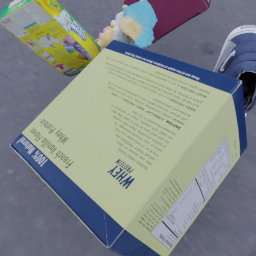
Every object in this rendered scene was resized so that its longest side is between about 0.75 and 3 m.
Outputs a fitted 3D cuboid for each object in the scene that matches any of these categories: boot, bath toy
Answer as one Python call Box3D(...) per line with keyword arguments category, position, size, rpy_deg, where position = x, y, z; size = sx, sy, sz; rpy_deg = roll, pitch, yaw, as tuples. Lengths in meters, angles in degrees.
Box3D(category="boot", position=(1.941, -0.525, 5.476), size=(0.968, 2.660, 1.202), rpy_deg=(10, 52, 12))
Box3D(category="bath toy", position=(-0.286, -1.944, 6.674), size=(1.151, 2.648, 0.978), rpy_deg=(-30, 99, -22))

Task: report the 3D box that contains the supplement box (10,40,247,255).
Box3D(category="supplement box", position=(0.074, 0.332, 5.091), size=(2.855, 1.916, 2.852), rpy_deg=(30, 73, 38))

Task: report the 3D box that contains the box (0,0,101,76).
Box3D(category="box", position=(-1.531, -1.933, 6.100), size=(1.230, 2.096, 0.507), rpy_deg=(-7, 57, 33))

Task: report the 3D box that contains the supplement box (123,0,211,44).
Box3D(category="supplement box", position=(1.222, -3.735, 7.456), size=(1.654, 1.284, 2.998), rpy_deg=(-23, 29, 34))

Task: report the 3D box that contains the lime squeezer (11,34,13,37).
Box3D(category="lime squeezer", position=(-2.775, -2.761, 7.400), size=(0.894, 0.169, 0.316), rpy_deg=(-40, 49, 16))
